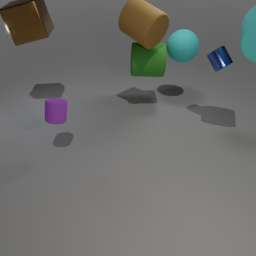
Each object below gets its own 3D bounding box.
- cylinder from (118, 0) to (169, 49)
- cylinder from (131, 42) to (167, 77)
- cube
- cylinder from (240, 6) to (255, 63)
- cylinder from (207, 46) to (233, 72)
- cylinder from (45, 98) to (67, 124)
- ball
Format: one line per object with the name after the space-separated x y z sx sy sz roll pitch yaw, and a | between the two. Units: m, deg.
0.597 -3.961 10.615 1.400 1.400 1.400 40 46 21 | cylinder
0.840 -2.902 11.946 1.400 1.400 1.400 1 31 -2 | cylinder
-3.940 -4.295 11.087 1.400 1.400 1.400 -13 35 6 | cube
4.227 -2.926 8.596 1.400 1.400 1.400 10 45 16 | cylinder
3.352 -2.524 10.228 0.700 0.700 0.700 -29 2 1 | cylinder
-2.345 -0.558 9.114 0.700 0.700 0.700 6 19 -2 | cylinder
2.399 -3.580 12.274 1.400 1.400 1.400 0 31 0 | ball
